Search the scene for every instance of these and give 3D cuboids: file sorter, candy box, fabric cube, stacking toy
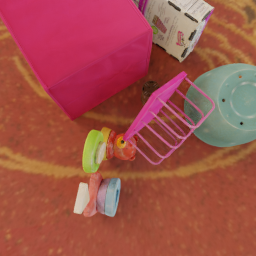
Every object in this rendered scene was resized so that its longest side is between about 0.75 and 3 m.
[{"bbox_3d":[1.044,-0.150,7.234,1.248,1.990,1.383,44,51,9],"label":"file sorter"},{"bbox_3d":[1.031,-3.626,8.761,2.815,1.920,0.859,40,71,8],"label":"candy box"},{"bbox_3d":[-1.334,-2.385,8.008,2.921,2.930,2.874,-33,79,-6],"label":"fabric cube"},{"bbox_3d":[-0.460,1.195,7.426,1.060,2.273,2.511,8,84,7],"label":"stacking toy"}]

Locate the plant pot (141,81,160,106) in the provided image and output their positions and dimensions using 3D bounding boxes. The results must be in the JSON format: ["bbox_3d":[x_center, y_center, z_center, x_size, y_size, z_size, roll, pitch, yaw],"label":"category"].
[{"bbox_3d":[0.744,-1.076,8.744,0.753,0.745,0.753,-2,76,7],"label":"plant pot"}]

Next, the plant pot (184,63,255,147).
[{"bbox_3d":[2.968,-0.676,7.818,2.469,1.981,2.469,0,88,1],"label":"plant pot"}]
